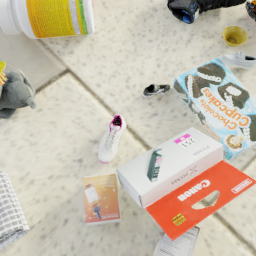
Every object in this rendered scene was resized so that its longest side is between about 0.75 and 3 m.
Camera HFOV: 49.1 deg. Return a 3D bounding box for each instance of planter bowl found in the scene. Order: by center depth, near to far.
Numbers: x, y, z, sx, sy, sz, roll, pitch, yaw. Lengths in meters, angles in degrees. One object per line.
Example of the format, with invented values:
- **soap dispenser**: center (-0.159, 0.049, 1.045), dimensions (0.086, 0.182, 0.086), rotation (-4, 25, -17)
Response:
- **planter bowl**: center (3.702, -3.131, 9.825), dimensions (0.875, 0.364, 0.875), rotation (0, 65, 1)

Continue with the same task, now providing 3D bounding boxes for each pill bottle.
- **pill bottle**: center (-2.709, -3.915, 9.466), dimensions (2.980, 1.655, 1.655), rotation (-6, 65, -2)

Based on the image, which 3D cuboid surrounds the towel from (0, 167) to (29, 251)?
- **towel**: center (-3.881, 2.286, 6.899), dimensions (2.299, 0.984, 1.903), rotation (-29, 67, -13)

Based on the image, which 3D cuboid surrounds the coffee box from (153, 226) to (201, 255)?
- **coffee box**: center (0.919, 3.152, 6.413), dimensions (0.790, 1.133, 1.981), rotation (21, 65, 11)

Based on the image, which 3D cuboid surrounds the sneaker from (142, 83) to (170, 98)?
- **sneaker**: center (0.914, -1.239, 8.885), dimensions (0.953, 0.431, 0.317), rotation (-16, 66, -8)

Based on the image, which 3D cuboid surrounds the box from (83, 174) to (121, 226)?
- **box**: center (-0.673, 1.871, 7.296), dimensions (0.893, 0.624, 1.173), rotation (-7, 65, -3)

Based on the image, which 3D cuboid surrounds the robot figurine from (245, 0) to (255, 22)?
- **robot figurine**: center (5.219, -3.945, 10.057), dimensions (1.615, 0.648, 2.227), rotation (-25, 68, -11)

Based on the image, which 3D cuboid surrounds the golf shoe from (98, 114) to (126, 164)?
- **golf shoe**: center (-0.492, 0.269, 8.035), dimensions (0.568, 0.690, 1.508), rotation (16, 67, 7)

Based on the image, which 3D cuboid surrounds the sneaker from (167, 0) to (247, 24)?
- **sneaker**: center (2.830, -4.414, 10.159), dimensions (2.831, 1.034, 1.584), rotation (11, 68, 14)

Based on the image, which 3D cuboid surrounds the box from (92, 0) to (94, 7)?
- **box**: center (-2.087, -6.052, 10.651), dimensions (1.430, 1.369, 2.868), rotation (-4, 65, -2)

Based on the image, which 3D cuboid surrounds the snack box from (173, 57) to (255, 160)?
- **snack box**: center (2.896, -0.678, 8.551), dimensions (1.716, 0.548, 2.955), rotation (-27, 67, -12)

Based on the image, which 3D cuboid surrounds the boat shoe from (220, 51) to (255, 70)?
- **boat shoe**: center (3.609, -2.261, 9.109), dimensions (1.348, 0.480, 0.470), rotation (5, 47, -23)

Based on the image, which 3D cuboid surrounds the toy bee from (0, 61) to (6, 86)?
- **toy bee**: center (-2.978, -0.940, 5.420), dimensions (1.087, 1.660, 0.902), rotation (-32, 79, 30)

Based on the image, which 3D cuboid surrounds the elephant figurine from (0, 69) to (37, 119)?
- **elephant figurine**: center (-3.794, -0.899, 8.470), dimensions (1.786, 1.385, 1.263), rotation (-28, 111, -2)

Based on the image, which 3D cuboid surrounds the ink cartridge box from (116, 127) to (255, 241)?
- **ink cartridge box**: center (1.368, 1.167, 6.931), dimensions (2.631, 0.573, 2.284), rotation (-27, 34, -19)
